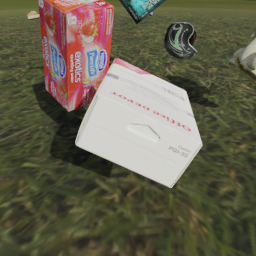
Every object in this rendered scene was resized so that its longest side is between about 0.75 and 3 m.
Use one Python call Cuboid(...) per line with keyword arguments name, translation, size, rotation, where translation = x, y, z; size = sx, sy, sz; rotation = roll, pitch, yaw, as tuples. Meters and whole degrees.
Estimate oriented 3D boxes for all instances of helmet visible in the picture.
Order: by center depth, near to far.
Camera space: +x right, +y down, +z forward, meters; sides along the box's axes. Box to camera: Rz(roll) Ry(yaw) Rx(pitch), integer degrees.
Cuboid(name="helmet", translation=(1.660, -2.672, 8.736), size=(1.082, 1.031, 1.082), rotation=(9, 8, -1))

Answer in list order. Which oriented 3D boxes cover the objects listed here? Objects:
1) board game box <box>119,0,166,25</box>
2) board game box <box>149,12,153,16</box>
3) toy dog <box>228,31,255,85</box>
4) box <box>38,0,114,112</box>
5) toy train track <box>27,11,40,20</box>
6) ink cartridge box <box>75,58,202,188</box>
Cuboid(name="board game box", translation=(0.418, -4.105, 8.303), size=(0.287, 1.380, 2.041), rotation=(-21, 24, 51))
Cuboid(name="board game box", translation=(0.640, -4.762, 10.522), size=(0.140, 0.740, 1.437), rotation=(7, 11, 23))
Cuboid(name="toy dog", translation=(3.911, -2.340, 7.633), size=(1.452, 2.081, 2.018), rotation=(46, 13, 26))
Cuboid(name="box", translation=(-1.221, -1.783, 6.635), size=(1.220, 2.446, 1.168), rotation=(-26, 53, -34))
Cuboid(name="toy train track", translation=(-2.101, -4.093, 9.405), size=(2.563, 0.417, 1.470), rotation=(-13, 16, -3))
Cuboid(name="ink cartridge box", translation=(0.183, -0.229, 4.390), size=(1.494, 0.844, 2.040), rotation=(25, 26, -7))
